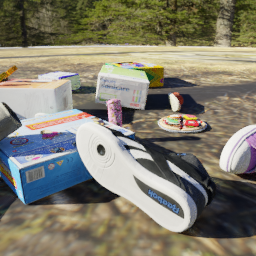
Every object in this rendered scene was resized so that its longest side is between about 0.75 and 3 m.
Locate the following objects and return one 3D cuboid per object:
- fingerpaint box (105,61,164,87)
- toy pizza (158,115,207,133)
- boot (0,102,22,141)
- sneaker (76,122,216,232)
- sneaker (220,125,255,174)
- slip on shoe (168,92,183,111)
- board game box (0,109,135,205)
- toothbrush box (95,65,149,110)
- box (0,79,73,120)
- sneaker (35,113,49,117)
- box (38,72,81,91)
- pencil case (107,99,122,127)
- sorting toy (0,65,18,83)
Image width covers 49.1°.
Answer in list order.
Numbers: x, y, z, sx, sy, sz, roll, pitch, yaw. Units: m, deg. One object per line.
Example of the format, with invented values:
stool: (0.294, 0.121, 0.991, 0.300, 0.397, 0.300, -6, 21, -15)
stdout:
fingerpaint box: (0.273, -3.007, 15.376, 2.445, 1.075, 2.931, -6, 21, -16)
toy pizza: (1.708, -0.198, 8.813, 1.517, 0.240, 1.517, 0, 20, 0)
boot: (-2.977, 0.474, 4.917, 2.279, 0.827, 2.072, -29, 27, -11)
sneaker: (0.343, 0.667, 5.123, 2.580, 0.943, 1.443, 36, 32, 27)
sneaker: (3.251, 0.557, 5.742, 2.655, 0.962, 1.514, -11, 26, -27)
slip on shoe: (1.843, -1.048, 10.590, 0.512, 0.620, 1.673, -10, 15, 7)
board game box: (-1.648, 0.396, 6.437, 2.632, 0.736, 2.578, -16, 25, -37)
toothbrush box: (-0.236, -1.734, 11.433, 1.895, 1.120, 2.603, 8, 19, -4)
box: (-3.199, -0.933, 9.450, 2.240, 1.191, 1.705, 2, 20, 4)
sneaker: (-2.141, -0.254, 8.607, 1.294, 0.476, 0.763, 15, 28, 11)
box: (-3.326, -2.242, 13.679, 1.492, 0.783, 1.372, 12, 24, 28)
pencil case: (-0.351, -0.329, 7.419, 0.378, 0.875, 0.362, -1, 15, 12)
sorting toy: (-4.733, -1.153, 9.361, 2.458, 0.329, 1.831, -27, 21, 28)
